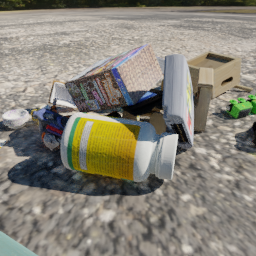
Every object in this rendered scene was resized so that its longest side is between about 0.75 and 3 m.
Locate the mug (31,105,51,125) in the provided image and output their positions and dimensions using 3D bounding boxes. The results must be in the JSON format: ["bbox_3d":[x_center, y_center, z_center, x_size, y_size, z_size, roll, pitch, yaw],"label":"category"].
[{"bbox_3d":[-3.139,-0.461,10.458,0.848,0.696,0.679,-14,32,-23],"label":"mug"}]

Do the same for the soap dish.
[{"bbox_3d":[-2.526,-1.361,11.405,1.245,0.979,0.506,12,17,-20],"label":"soap dish"}]

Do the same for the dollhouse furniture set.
[{"bbox_3d":[1.430,-1.134,10.117,2.939,1.913,2.700,8,36,12],"label":"dollhouse furniture set"}]

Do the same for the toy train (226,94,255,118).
[{"bbox_3d":[5.354,-0.997,11.609,2.963,0.618,0.836,-13,41,-23],"label":"toy train"}]

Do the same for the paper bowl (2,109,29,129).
[{"bbox_3d":[-4.147,-0.308,10.394,0.921,0.479,0.921,0,28,0],"label":"paper bowl"}]

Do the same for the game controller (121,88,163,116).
[{"bbox_3d":[0.423,-0.897,8.976,1.327,0.536,2.545,-15,14,-9],"label":"game controller"}]

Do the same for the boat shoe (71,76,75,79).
[{"bbox_3d":[-1.995,-2.417,14.228,1.752,0.639,0.551,-10,39,-15],"label":"boat shoe"}]

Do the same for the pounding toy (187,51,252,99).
[{"bbox_3d":[4.267,-2.422,13.433,2.519,1.791,2.319,-28,37,-24],"label":"pounding toy"}]

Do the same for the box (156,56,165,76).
[{"bbox_3d":[0.922,-2.185,9.945,0.868,0.495,0.944,22,-2,-4],"label":"box"}]

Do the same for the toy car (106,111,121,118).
[{"bbox_3d":[-0.157,-0.451,9.874,0.760,1.120,2.283,-19,28,51],"label":"toy car"}]

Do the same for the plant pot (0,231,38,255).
[{"bbox_3d":[-1.594,2.527,2.858,2.938,3.000,3.000,14,31,39],"label":"plant pot"}]

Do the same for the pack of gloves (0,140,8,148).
[{"bbox_3d":[-4.940,0.538,9.025,1.515,0.299,1.273,7,30,12],"label":"pack of gloves"}]

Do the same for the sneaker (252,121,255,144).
[{"bbox_3d":[5.018,-0.208,9.700,1.228,1.062,2.805,10,29,29],"label":"sneaker"}]

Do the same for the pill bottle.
[{"bbox_3d":[-0.174,0.551,7.559,2.886,1.627,1.627,8,29,10],"label":"pill bottle"}]

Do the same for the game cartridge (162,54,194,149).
[{"bbox_3d":[1.520,-0.713,8.051,0.602,2.946,1.961,-5,70,17],"label":"game cartridge"}]

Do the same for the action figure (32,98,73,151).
[{"bbox_3d":[-2.139,0.017,9.609,2.216,1.159,2.144,30,37,-8],"label":"action figure"}]

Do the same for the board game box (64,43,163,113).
[{"bbox_3d":[-0.461,-1.568,9.135,2.446,1.184,1.950,-5,30,42],"label":"board game box"}]
